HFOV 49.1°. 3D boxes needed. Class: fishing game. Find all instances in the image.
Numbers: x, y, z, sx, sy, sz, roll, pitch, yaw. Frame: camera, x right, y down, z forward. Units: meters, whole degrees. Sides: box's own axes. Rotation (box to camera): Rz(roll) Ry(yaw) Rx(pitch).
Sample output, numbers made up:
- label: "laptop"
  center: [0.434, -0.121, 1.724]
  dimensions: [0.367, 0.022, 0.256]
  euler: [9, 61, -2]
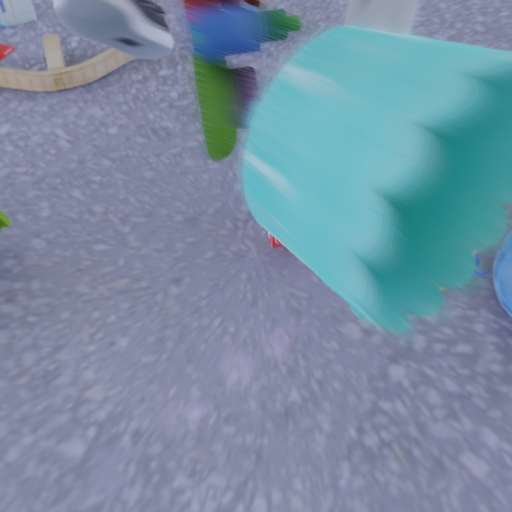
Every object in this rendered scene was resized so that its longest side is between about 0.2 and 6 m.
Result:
- label: "fishing game"
  center: [4.878, 0.464, 7.596]
  dimensions: [4.508, 0.701, 3.228]
  euler: [14, 53, 20]

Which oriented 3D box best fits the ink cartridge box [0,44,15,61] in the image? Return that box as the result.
- label: "ink cartridge box"
  center: [-5.714, -4.151, 11.407]
  dimensions: [1.033, 0.262, 1.173]
  euler: [19, 55, 15]

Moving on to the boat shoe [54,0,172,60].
- label: "boat shoe"
  center: [-1.984, -3.626, 8.095]
  dimensions: [0.960, 2.746, 0.910]
  euler: [-6, 94, 19]

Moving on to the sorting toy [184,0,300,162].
- label: "sorting toy"
  center: [-0.196, -2.697, 6.911]
  dimensions: [1.212, 2.954, 1.775]
  euler: [-9, 17, -5]

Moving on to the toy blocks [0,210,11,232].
- label: "toy blocks"
  center: [-5.015, 0.245, 7.434]
  dimensions: [3.041, 1.520, 2.079]
  euler: [8, 64, 7]

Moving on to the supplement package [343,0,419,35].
- label: "supplement package"
  center: [1.923, -3.861, 8.395]
  dimensions: [1.010, 1.776, 0.973]
  euler: [15, 46, 5]

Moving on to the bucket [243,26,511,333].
- label: "bucket"
  center: [1.108, -0.699, 4.615]
  dimensions: [2.306, 2.306, 1.500]
  euler: [-35, 50, -24]

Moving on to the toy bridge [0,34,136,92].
- label: "toy bridge"
  center: [-3.923, -3.790, 10.953]
  dimensions: [3.884, 0.529, 1.305]
  euler: [-15, 55, -11]

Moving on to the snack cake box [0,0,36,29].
- label: "snack cake box"
  center: [-5.795, -6.387, 12.359]
  dimensions: [0.868, 1.486, 2.585]
  euler: [-23, 56, -17]

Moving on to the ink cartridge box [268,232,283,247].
- label: "ink cartridge box"
  center: [0.567, -0.645, 8.525]
  dimensions: [0.846, 0.489, 1.456]
  euler: [-6, 52, -5]
